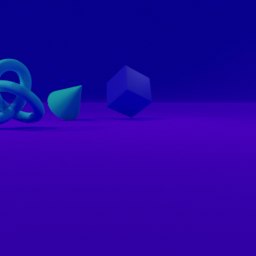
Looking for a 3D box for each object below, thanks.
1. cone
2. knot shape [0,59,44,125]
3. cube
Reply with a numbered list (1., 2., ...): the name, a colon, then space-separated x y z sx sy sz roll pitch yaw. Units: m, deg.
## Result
1. cone: -2.193 -1.258 11.056 1.418 1.418 1.423 -6 -25 -47
2. knot shape: -3.487 -0.799 7.881 1.847 1.974 0.912 -24 22 -6
3. cube: 0.029 -1.518 11.978 1.385 1.385 1.385 22 -41 -32
